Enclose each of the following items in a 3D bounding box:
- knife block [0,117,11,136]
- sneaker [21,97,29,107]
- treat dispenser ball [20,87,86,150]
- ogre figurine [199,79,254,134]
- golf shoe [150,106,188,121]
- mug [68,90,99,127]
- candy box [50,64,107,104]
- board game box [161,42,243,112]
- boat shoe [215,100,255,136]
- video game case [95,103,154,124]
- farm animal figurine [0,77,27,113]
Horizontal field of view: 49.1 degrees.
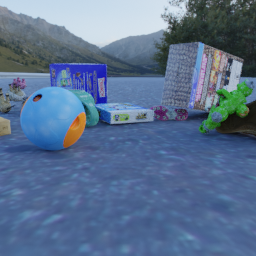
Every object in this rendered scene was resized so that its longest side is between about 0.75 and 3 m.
[{"bbox_3d":[-3.940,0.005,7.775,1.143,0.417,1.302,-10,17,-43],"label":"knife block"},{"bbox_3d":[-3.748,-1.016,11.433,1.208,0.801,2.123,-4,16,-29],"label":"sneaker"},{"bbox_3d":[-1.709,-0.215,6.463,1.457,1.457,1.457,0,13,0],"label":"treat dispenser ball"},{"bbox_3d":[2.694,-0.624,7.508,1.909,0.937,1.145,-26,-8,5],"label":"ogre figurine"},{"bbox_3d":[1.437,-0.518,10.142,1.387,0.522,0.635,8,5,0],"label":"golf shoe"},{"bbox_3d":[-1.683,-0.674,9.233,1.790,1.107,1.471,2,13,10],"label":"mug"},{"bbox_3d":[-2.065,-1.765,12.103,2.350,1.987,0.905,0,15,-3],"label":"candy box"},{"bbox_3d":[2.797,-1.731,10.424,2.747,2.190,1.330,5,6,-38],"label":"board game box"},{"bbox_3d":[3.628,-0.208,7.366,1.016,1.018,2.822,8,-8,-29],"label":"boat shoe"},{"bbox_3d":[-0.269,-0.568,10.029,1.676,0.420,1.849,-4,15,-29],"label":"video game case"},{"bbox_3d":[-5.697,-1.242,11.914,2.580,1.298,2.084,1,31,-12],"label":"farm animal figurine"}]
